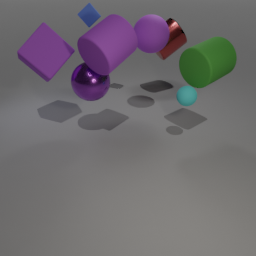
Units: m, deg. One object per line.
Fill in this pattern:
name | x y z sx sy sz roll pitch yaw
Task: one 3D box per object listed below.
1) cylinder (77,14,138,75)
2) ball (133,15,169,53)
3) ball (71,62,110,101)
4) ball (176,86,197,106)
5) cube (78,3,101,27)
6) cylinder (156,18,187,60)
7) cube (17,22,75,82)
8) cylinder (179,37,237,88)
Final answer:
cylinder | -0.641 -2.641 8.936 1.400 1.400 1.400 24 60 37
ball | 0.874 -3.570 10.670 1.400 1.400 1.400 0 28 0
ball | -1.332 -1.662 10.007 1.400 1.400 1.400 0 28 0
ball | 2.014 -1.095 9.599 0.700 0.700 0.700 0 28 0
cube | -1.646 -4.803 11.921 0.700 0.700 0.700 -41 22 10
cylinder | 1.832 -4.198 13.293 1.400 1.400 1.400 -38 31 5
cube | -3.009 -2.698 10.238 1.400 1.400 1.400 -53 19 -8
cylinder | 2.733 -2.263 9.645 1.400 1.400 1.400 -29 39 -28
